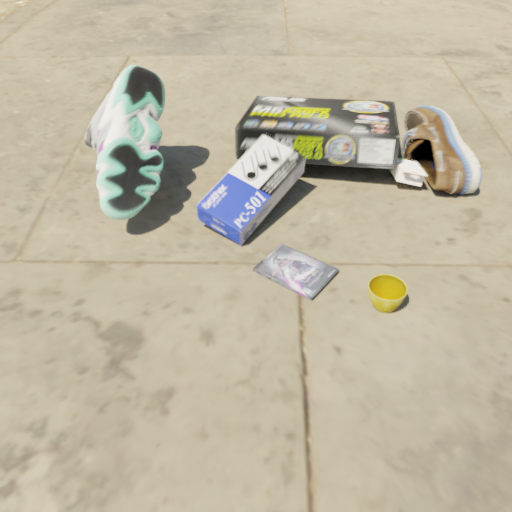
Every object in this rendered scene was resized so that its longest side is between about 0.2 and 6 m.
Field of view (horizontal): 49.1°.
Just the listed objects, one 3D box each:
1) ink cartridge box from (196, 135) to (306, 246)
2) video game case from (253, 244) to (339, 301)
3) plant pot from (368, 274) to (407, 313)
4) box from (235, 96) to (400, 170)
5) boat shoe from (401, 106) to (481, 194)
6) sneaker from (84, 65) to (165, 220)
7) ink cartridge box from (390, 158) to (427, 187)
[{"bbox_3d":[-0.077,-1.481,12.222,1.178,0.554,2.506,31,63,17],"label":"ink cartridge box"},{"bbox_3d":[0.789,0.295,11.102,1.397,0.132,0.998,26,47,26],"label":"video game case"},{"bbox_3d":[2.375,0.749,10.269,0.700,0.497,0.700,0,41,0],"label":"plant pot"},{"bbox_3d":[1.609,-3.235,14.274,3.836,0.849,3.073,6,31,9],"label":"box"},{"bbox_3d":[4.279,-2.736,13.846,1.189,1.186,3.284,-6,41,-10],"label":"boat shoe"},{"bbox_3d":[-3.145,-2.235,12.639,1.385,2.492,3.562,21,66,-32],"label":"sneaker"},{"bbox_3d":[3.619,-1.975,13.351,0.632,0.363,1.079,11,26,-4],"label":"ink cartridge box"}]
